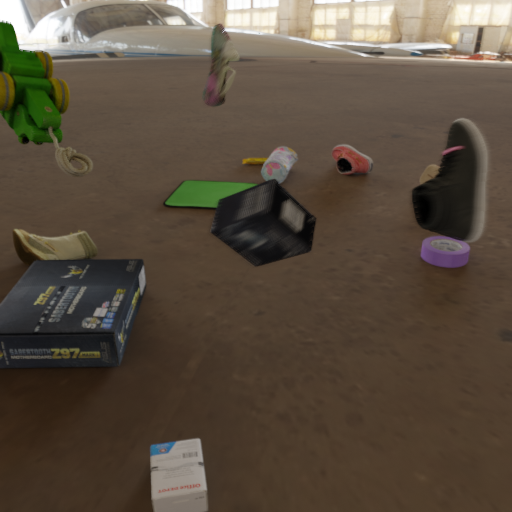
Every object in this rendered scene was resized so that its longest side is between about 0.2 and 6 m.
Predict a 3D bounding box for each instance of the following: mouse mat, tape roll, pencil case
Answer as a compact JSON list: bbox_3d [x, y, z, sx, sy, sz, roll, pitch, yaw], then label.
[{"bbox_3d":[-0.889,-1.594,14.634,2.661,0.100,2.141,5,26,8],"label":"mouse mat"},{"bbox_3d":[3.768,-0.088,11.173,0.898,0.295,0.898,0,24,0],"label":"tape roll"},{"bbox_3d":[0.684,-2.594,16.030,0.765,0.701,1.687,11,27,11],"label":"pencil case"}]

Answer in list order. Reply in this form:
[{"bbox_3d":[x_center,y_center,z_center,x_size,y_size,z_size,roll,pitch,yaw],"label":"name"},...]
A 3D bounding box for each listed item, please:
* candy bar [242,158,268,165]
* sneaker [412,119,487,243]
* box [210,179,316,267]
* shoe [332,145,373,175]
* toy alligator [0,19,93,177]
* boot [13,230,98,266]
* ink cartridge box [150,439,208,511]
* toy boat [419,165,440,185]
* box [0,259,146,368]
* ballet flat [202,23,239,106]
[{"bbox_3d":[0.330,-2.914,17.328,1.533,0.170,0.382,2,29,3],"label":"candy bar"},{"bbox_3d":[2.626,-1.101,7.722,0.887,1.789,0.633,5,-10,-18],"label":"sneaker"},{"bbox_3d":[0.113,-0.431,7.911,1.049,1.031,0.616,-16,49,38],"label":"box"},{"bbox_3d":[2.635,-2.880,16.713,0.796,0.625,1.750,-10,30,-29],"label":"shoe"},{"bbox_3d":[-3.393,-2.161,8.351,1.041,0.953,3.512,-8,56,-43],"label":"toy alligator"},{"bbox_3d":[-4.015,-0.213,11.126,1.214,0.566,1.569,-23,39,-38],"label":"boot"},{"bbox_3d":[-0.827,2.349,5.948,0.555,0.326,0.758,-5,27,-9],"label":"ink cartridge box"},{"bbox_3d":[4.905,-1.967,14.944,0.680,0.679,1.040,23,17,-23],"label":"toy boat"},{"bbox_3d":[-2.903,0.814,8.850,1.937,0.627,2.457,-1,25,0],"label":"box"},{"bbox_3d":[-0.772,-4.429,13.088,0.671,1.886,0.652,12,5,21],"label":"ballet flat"}]
